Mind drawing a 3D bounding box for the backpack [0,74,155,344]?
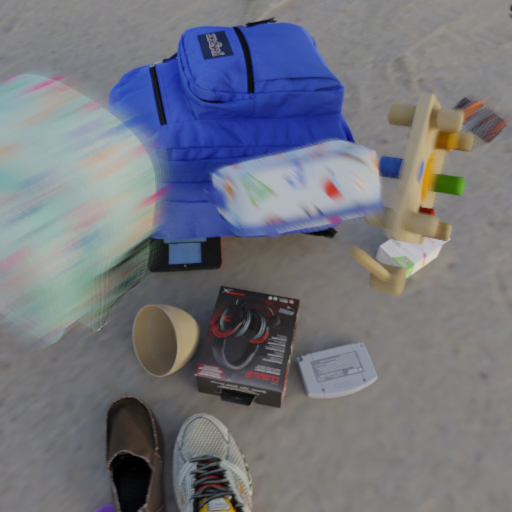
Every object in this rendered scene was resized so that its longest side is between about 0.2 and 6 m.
[{"bbox_3d":[-3.115,-0.679,8.139,3.064,3.452,2.599,31,43,6],"label":"backpack"}]

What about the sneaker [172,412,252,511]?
[{"bbox_3d":[-0.504,3.637,8.112,1.223,1.290,3.141,-8,45,-14],"label":"sneaker"}]

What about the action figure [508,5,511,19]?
[{"bbox_3d":[4.852,-4.670,9.927,0.459,1.325,0.862,35,88,42],"label":"action figure"}]

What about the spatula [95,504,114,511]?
[{"bbox_3d":[-1.383,4.342,8.322,2.483,0.255,0.702,16,46,7],"label":"spatula"}]

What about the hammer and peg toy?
[{"bbox_3d":[2.471,-0.791,8.695,1.059,2.208,3.002,15,95,25],"label":"hammer and peg toy"}]

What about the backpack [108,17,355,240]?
[{"bbox_3d":[-0.691,-2.510,11.136,4.461,3.743,3.625,-8,42,-9],"label":"backpack"}]

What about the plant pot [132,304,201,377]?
[{"bbox_3d":[-1.491,1.443,9.999,0.845,1.259,1.259,-5,44,-49],"label":"plant pot"}]

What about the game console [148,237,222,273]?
[{"bbox_3d":[-1.481,-0.259,11.667,1.495,0.232,1.322,-3,52,-4],"label":"game console"}]

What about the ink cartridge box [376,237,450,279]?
[{"bbox_3d":[3.218,-0.147,11.480,1.323,0.445,0.775,-31,60,-20],"label":"ink cartridge box"}]

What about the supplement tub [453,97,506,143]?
[{"bbox_3d":[4.437,-2.744,11.202,0.982,0.525,0.525,43,64,11],"label":"supplement tub"}]

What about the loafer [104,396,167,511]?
[{"bbox_3d":[-1.866,3.124,8.694,0.912,0.887,2.498,-16,44,-11],"label":"loafer"}]

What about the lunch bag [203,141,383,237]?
[{"bbox_3d":[0.417,-0.960,8.103,2.221,1.047,2.772,-14,10,-7],"label":"lunch bag"}]

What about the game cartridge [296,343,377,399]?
[{"bbox_3d":[1.445,2.073,10.009,1.297,0.262,0.865,-11,51,-8],"label":"game cartridge"}]

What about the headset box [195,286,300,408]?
[{"bbox_3d":[-0.133,1.683,9.946,1.527,0.771,2.055,10,55,7],"label":"headset box"}]
